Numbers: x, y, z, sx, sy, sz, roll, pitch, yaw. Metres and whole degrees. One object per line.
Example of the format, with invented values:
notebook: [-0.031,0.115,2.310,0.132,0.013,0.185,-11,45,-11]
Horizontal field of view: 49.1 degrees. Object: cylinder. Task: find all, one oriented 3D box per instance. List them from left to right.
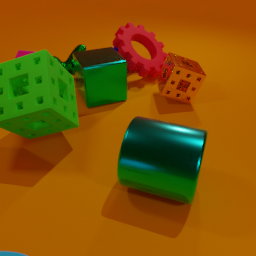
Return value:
cylinder: [0.673,0.575,5.270,1.386,1.386,1.386,12,38,16]

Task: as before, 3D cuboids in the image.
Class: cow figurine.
cow figurine: [-1.784,-1.981,9.219,1.620,1.594,0.889,14,47,-52]

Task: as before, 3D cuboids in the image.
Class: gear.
gear: [0.454,-2.642,9.480,1.997,0.369,1.997,17,56,-27]

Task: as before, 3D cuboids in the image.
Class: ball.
ball: [-0.177,-2.468,9.843,0.961,0.961,0.961,0,36,0]

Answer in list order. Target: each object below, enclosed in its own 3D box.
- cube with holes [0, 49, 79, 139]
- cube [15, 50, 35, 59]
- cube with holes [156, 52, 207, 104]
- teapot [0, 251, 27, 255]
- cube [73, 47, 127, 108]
cube with holes: [-2.006,-0.658,6.154,1.307,1.307,1.307,-13,71,11]
cube: [-2.688,-1.572,7.997,0.887,0.887,0.887,11,74,22]
cube with holes: [1.516,-1.457,8.198,0.967,0.967,0.967,15,34,-14]
teapot: [-1.444,1.863,2.841,1.195,0.941,1.921,10,-10,-37]
cube: [-0.820,-1.524,8.274,1.252,1.252,1.252,-14,38,-18]
